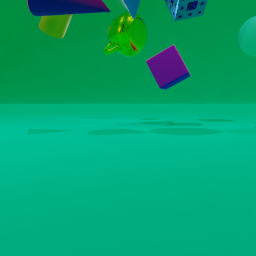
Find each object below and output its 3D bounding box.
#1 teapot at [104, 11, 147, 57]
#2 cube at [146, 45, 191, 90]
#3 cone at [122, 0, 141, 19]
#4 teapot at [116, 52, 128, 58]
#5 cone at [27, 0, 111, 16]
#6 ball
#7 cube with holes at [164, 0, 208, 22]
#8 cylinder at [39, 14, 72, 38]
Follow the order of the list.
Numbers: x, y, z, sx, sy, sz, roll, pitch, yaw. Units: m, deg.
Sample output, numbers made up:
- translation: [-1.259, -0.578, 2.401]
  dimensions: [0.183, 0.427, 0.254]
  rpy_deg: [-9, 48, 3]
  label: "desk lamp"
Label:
- translation: [-0.050, -2.821, 8.376]
  dimensions: [1.005, 1.276, 2.052]
  rpy_deg: [12, 52, 36]
  label: "teapot"
- translation: [1.176, -1.698, 8.035]
  dimensions: [0.886, 0.886, 0.886]
  rpy_deg: [-28, -4, 17]
  label: "cube"
- translation: [0.018, -2.916, 5.211]
  dimensions: [1.659, 1.665, 1.659]
  rpy_deg: [-7, 18, 2]
  label: "cone"
- translation: [-0.187, -3.023, 9.912]
  dimensions: [0.652, 1.331, 0.828]
  rpy_deg: [1, -24, 2]
  label: "teapot"
- translation: [-0.936, -2.473, 5.258]
  dimensions: [1.336, 1.331, 1.331]
  rpy_deg: [25, 5, -2]
  label: "cone"
- translation: [3.026, -2.119, 6.464]
  dimensions: [0.908, 0.908, 0.908]
  rpy_deg: [0, 5, 0]
  label: "ball"
- translation: [1.828, -4.174, 8.783]
  dimensions: [1.000, 1.000, 1.000]
  rpy_deg: [-15, -24, -7]
  label: "cube with holes"
- translation: [-2.736, -4.084, 10.590]
  dimensions: [0.983, 0.983, 0.983]
  rpy_deg: [23, 32, -15]
  label: "cylinder"
